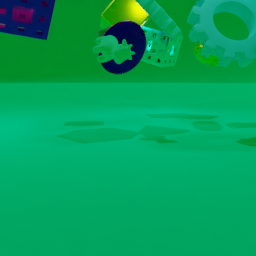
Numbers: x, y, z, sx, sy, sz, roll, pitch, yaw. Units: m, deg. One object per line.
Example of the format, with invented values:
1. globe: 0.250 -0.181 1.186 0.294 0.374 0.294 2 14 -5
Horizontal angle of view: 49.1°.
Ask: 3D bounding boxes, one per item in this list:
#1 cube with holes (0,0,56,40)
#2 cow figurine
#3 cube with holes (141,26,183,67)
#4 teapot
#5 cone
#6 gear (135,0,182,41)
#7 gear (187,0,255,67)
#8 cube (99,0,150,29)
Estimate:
1. cube with holes: -2.564 -3.206 6.839 1.311 1.311 1.311 3 -30 -24
2. cow figurine: -0.322 -1.873 6.581 0.957 0.534 0.973 -11 45 14
3. cube with holes: 1.178 -3.090 10.628 1.203 1.203 1.203 25 26 25
4. teapot: 2.667 -2.471 8.651 1.793 0.878 1.115 -21 48 -40
5. cone: -0.496 -2.512 7.985 1.475 1.475 1.481 -7 37 -34
6. gear: 0.835 -3.395 8.317 0.351 1.896 1.896 -43 -3 18
7. gear: 2.305 -2.286 6.246 1.889 1.889 0.349 -1 -16 -6
8. cube: -0.152 -4.108 10.640 1.322 1.322 1.322 40 -2 -9
